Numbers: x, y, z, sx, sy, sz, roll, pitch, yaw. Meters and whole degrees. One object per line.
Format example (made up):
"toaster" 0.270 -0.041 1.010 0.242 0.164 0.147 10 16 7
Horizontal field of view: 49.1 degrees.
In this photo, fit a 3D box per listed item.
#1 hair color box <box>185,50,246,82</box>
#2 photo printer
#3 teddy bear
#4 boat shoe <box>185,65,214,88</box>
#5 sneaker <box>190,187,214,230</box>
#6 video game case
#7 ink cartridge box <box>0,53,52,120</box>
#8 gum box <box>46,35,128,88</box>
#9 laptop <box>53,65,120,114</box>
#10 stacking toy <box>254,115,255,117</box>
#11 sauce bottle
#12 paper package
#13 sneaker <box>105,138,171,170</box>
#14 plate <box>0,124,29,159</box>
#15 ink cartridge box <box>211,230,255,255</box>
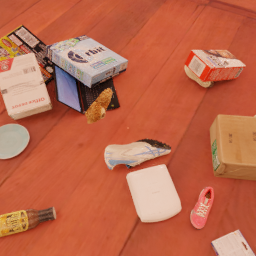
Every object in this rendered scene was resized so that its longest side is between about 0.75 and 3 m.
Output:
"hair color box" 3.759 -2.715 12.042 2.369 0.757 1.314 -11 51 -36
"photo printer" 0.843 2.125 9.040 1.427 0.596 1.715 -12 54 -9
"teddy bear" -0.891 -0.730 9.421 0.569 1.706 1.237 37 101 -7
"boat shoe" 3.135 -2.329 12.377 0.480 0.579 1.613 6 36 -46
"sneaker" 2.337 2.450 8.790 0.530 0.623 1.437 21 57 15
"video game case" -4.491 -2.941 12.273 2.763 0.352 2.497 41 60 -2
"ink cartridge box" -4.132 -1.623 11.104 1.623 0.917 2.212 -18 82 -13
"gum box" -1.794 -3.066 12.426 2.764 0.616 2.348 35 45 21
"laptop" -1.703 -1.724 11.488 2.354 1.216 2.086 -12 55 -5
"stacking toy" 5.311 0.071 10.665 0.572 0.572 1.340 -24 64 -16
"sauce bottle" -3.217 2.810 8.522 1.967 0.636 0.636 -13 55 -9
"paper package" 4.000 0.655 9.829 1.992 1.081 2.090 4 54 3
"sneaker" 0.364 0.926 9.912 2.463 0.893 0.885 -6 20 -18
"plate" -4.474 0.513 10.483 1.564 0.200 1.564 0 54 0
"ink cartridge box" 3.097 3.614 8.196 0.969 0.197 0.967 -18 56 -13
